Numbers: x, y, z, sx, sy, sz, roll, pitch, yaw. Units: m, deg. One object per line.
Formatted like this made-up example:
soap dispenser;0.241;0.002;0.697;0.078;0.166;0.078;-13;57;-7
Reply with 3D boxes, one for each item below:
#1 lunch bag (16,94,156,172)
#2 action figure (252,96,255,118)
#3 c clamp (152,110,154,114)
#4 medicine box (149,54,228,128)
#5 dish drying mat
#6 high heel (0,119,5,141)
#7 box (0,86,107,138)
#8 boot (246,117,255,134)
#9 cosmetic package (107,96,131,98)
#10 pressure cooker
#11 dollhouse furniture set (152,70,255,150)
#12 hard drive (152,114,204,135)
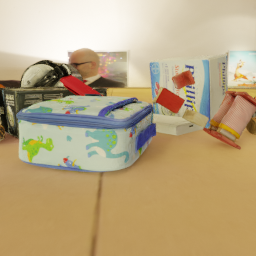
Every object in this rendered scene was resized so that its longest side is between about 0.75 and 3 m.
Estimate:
lunch bag;-0.644;-0.030;5.845;2.275;1.167;2.830;6;12;15
action figure;4.817;-0.658;10.615;2.241;1.211;2.316;3;-19;-19
c clamp;1.595;-0.670;11.885;2.247;0.304;1.920;4;17;19
medicine box;2.045;-1.294;9.519;1.223;2.163;2.375;-19;20;-39
dish drying mat;-0.718;-0.687;7.831;2.463;0.224;0.946;33;18;-3
high heel;-3.563;-0.449;6.995;0.761;1.520;2.132;-6;12;-29
box;-2.481;-0.646;8.819;2.903;1.250;2.377;-9;14;-41
boot;3.936;-0.046;7.788;0.909;0.449;1.170;-3;11;-12
cosmetic package;-0.473;-0.670;10.007;0.883;0.884;1.071;-8;13;-37
pressure cooker;-3.303;-1.772;12.198;2.331;2.295;2.610;10;13;12
dollhouse furniture set;1.781;-0.538;6.267;2.130;1.147;0.866;28;4;-13
hard drive;0.959;-0.173;8.868;2.418;0.323;1.595;9;14;43
